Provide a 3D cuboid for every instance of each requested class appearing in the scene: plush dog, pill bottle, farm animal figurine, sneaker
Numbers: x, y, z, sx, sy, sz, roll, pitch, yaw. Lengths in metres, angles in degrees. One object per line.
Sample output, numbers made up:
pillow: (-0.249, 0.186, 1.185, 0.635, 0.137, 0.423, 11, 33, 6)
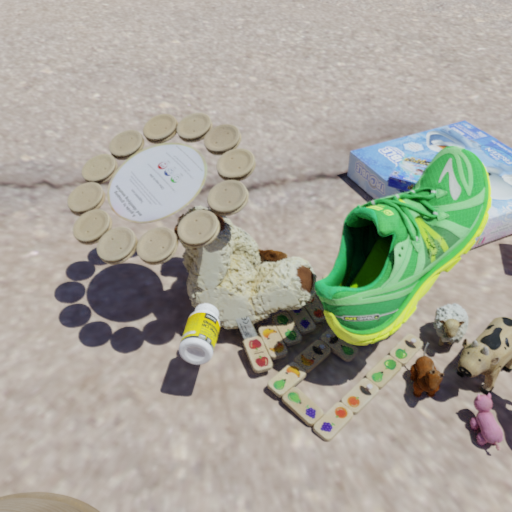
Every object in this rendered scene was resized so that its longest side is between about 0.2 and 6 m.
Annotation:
plush dog: (-0.439, 0.211, 8.914, 2.340, 1.877, 2.009, 29, 22, -16)
pill bottle: (-0.727, 1.013, 7.422, 0.445, 0.445, 0.792, 4, 37, 5)
farm animal figurine: (3.201, 1.494, 7.558, 1.989, 1.037, 1.967, 21, 45, 23)
sneaker: (2.006, -0.329, 7.462, 3.276, 1.369, 1.213, -52, 35, -15)

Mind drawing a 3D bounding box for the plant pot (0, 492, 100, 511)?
plant pot: (-2.493, 3.373, 5.128, 2.879, 1.329, 2.879, 1, 40, -1)

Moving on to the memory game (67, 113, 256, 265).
memory game: (-1.332, -0.995, 7.771, 2.757, 0.176, 2.757, -7, 55, 11)

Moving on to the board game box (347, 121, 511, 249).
board game box: (4.062, -1.517, 11.388, 3.175, 0.692, 3.191, -19, 44, -19)

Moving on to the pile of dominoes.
pile of dominoes: (1.128, 1.216, 8.211, 1.932, 0.395, 2.479, 37, 52, 27)

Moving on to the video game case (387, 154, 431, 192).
video game case: (3.199, -1.506, 10.623, 1.125, 0.256, 1.019, 19, 41, 22)
